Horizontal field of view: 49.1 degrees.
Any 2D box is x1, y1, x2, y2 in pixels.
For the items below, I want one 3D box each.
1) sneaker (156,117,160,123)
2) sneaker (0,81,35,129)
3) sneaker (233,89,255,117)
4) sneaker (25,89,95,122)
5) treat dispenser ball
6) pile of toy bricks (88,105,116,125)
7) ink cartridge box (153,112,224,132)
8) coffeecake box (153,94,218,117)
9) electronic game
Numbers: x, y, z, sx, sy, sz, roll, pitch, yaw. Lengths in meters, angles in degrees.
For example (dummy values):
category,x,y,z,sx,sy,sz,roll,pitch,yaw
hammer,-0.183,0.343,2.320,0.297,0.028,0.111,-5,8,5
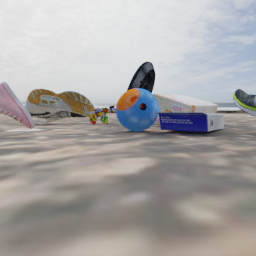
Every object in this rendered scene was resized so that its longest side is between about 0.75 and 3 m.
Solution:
category,x,y,z,sx,sy,sz,roll,pitch,yaw
sneaker,0.927,-0.416,9.367,0.446,0.321,0.854,38,7,-3
sneaker,-2.062,-0.294,4.837,0.505,0.967,0.364,-37,1,-25
sneaker,2.726,-0.485,5.525,0.566,0.620,1.531,6,26,-30
sneaker,-2.408,-0.704,9.910,2.488,0.941,1.091,8,-40,-36
treat dispenser ball,0.206,-0.398,6.196,0.957,0.957,0.957,0,4,0
pile of toy bricks,-0.777,-0.372,9.137,0.621,0.552,1.119,-11,8,25
ink cartridge box,1.411,-0.145,6.170,1.032,0.407,2.075,3,2,30
coffeecake box,1.736,-0.588,8.671,1.353,0.644,1.763,24,19,38
electronic game,0.447,-1.416,11.042,0.512,2.459,2.459,23,11,17
